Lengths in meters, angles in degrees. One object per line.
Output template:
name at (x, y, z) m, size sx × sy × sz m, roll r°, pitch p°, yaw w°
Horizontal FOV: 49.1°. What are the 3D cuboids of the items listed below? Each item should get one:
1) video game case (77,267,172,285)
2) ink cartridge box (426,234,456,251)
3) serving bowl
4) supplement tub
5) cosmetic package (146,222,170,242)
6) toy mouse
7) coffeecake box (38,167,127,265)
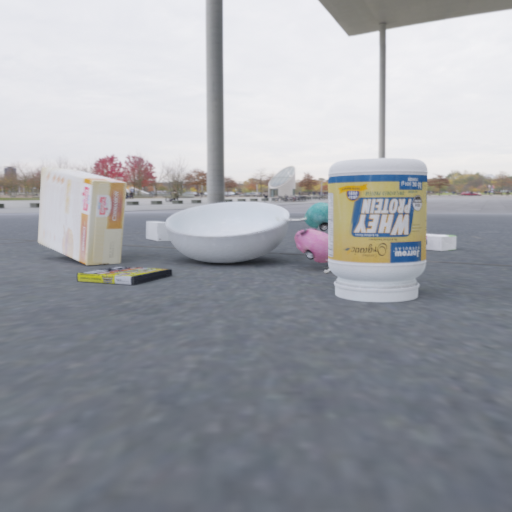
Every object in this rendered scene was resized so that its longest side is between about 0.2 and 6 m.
video game case at (-1.906, 0.282, 8.199) m, size 0.948 × 0.134 × 1.049 m, roll 2°, pitch 5°, yaw 21°
ink cartridge box at (4.057, -0.322, 13.074) m, size 0.599 × 0.345 × 1.023 m, roll -4°, pitch 7°, yaw -36°
serving bowl at (-0.513, -0.379, 10.488) m, size 2.307 × 0.759 × 2.307 m, roll -3°, pitch 20°, yaw 1°
supplement tub at (1.448, -0.323, 6.735) m, size 1.173 × 1.621 × 1.173 m, roll -1°, pitch 5°, yaw 0°
cosmetic package at (-2.791, -0.705, 15.930) m, size 0.425 × 0.539 × 1.001 m, roll -1°, pitch 7°, yaw -30°
toy mouse at (1.195, -0.464, 9.581) m, size 1.860 × 0.405 × 2.093 m, roll 24°, pitch 39°, yaw 17°
coffeecake box at (-3.285, -0.778, 10.449) m, size 0.715 × 1.503 × 1.958 m, roll -4°, pitch 16°, yaw -45°
